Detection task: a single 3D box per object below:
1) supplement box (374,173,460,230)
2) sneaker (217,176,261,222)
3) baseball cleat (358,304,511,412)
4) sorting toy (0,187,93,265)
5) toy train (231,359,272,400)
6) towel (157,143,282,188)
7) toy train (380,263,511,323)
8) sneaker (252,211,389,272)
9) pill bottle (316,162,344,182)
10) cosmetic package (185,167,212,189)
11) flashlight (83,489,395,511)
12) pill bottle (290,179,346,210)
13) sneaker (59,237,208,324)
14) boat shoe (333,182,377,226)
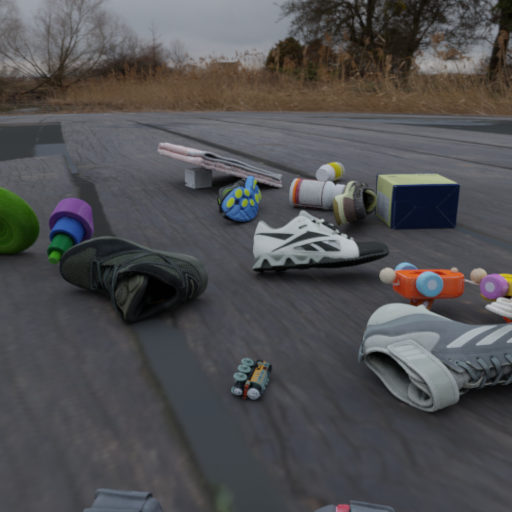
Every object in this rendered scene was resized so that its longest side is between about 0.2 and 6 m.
[{"bbox_3d":[3.562,-1.256,12.597,1.451,0.974,1.450,-1,18,-4],"label":"supplement box"},{"bbox_3d":[-0.486,-1.256,13.225,0.948,0.811,2.288,-20,17,16],"label":"sneaker"},{"bbox_3d":[2.319,1.186,5.797,2.482,0.866,1.321,5,34,24],"label":"baseball cleat"},{"bbox_3d":[-4.989,-0.238,9.634,4.281,1.484,1.474,0,41,7],"label":"sorting toy"},{"bbox_3d":[-0.043,1.314,5.995,0.350,0.262,0.614,13,20,9],"label":"toy train"},{"bbox_3d":[-1.057,-2.713,16.514,2.925,0.471,2.794,10,9,-36],"label":"towel"},{"bbox_3d":[2.904,0.667,6.953,2.133,0.790,2.839,-1,8,-11],"label":"toy train"},{"bbox_3d":[1.047,-0.283,9.201,2.247,0.994,0.832,-1,-10,2],"label":"sneaker"},{"bbox_3d":[2.252,-2.539,17.162,0.559,0.559,0.994,12,21,32],"label":"pill bottle"},{"bbox_3d":[-1.691,-2.287,16.426,0.627,0.517,0.517,-12,23,-38],"label":"cosmetic package"},{"bbox_3d":[-0.118,1.856,3.609,2.009,0.683,0.680,4,23,8],"label":"flashlight"},{"bbox_3d":[1.530,-1.500,13.768,1.289,0.706,0.706,8,20,22],"label":"pill bottle"},{"bbox_3d":[-1.983,0.304,8.003,2.316,0.885,1.327,11,14,15],"label":"sneaker"},{"bbox_3d":[2.289,-1.170,12.323,0.753,0.819,2.292,-3,15,24],"label":"boat shoe"}]
